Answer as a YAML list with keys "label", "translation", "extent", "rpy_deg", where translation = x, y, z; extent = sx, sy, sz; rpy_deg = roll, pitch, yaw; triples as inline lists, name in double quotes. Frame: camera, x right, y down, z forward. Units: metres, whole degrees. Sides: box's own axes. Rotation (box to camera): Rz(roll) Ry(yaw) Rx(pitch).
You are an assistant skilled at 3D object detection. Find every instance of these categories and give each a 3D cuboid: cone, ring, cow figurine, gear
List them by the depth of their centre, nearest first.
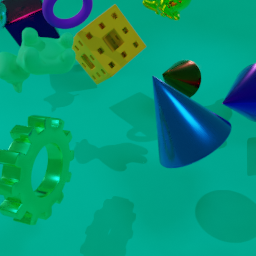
- label: "gear"
  translation: [-1.492, 0.687, 4.763]
  extent: [0.329, 1.778, 1.778]
  rpy_deg: [7, 46, 16]
- label: "cone"
  translation: [0.784, -0.295, 4.773]
  extent: [1.393, 1.398, 1.393]
  rpy_deg: [-32, 14, 9]
- label: "ring"
  translation: [-1.262, -2.559, 5.925]
  extent: [1.099, 1.099, 0.220]
  rpy_deg: [-20, 67, -18]
- label: "cow figurine"
  translation: [-1.936, -1.389, 5.968]
  extent: [1.609, 1.583, 0.883]
  rpy_deg: [-2, 72, -22]
- label: "cone"
  translation: [2.485, -0.651, 6.088]
  extent: [1.399, 1.394, 1.394]
  rpy_deg: [-15, 46, -34]
- label: "cone"
  translation: [1.038, -1.166, 6.451]
  extent: [0.971, 0.971, 0.975]
  rpy_deg: [38, 22, 31]

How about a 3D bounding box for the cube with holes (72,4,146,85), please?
- label: "cube with holes"
  translation: [-0.602, -2.152, 7.480]
  extent: [1.292, 1.292, 1.292]
  rpy_deg: [-44, 15, -17]

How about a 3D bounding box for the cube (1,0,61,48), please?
- label: "cube"
  translation: [-3.075, -3.378, 8.907]
  extent: [1.278, 1.278, 1.278]
  rpy_deg: [-24, 59, 0]

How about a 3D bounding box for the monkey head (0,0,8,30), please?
- label: "monkey head"
  translation: [-3.735, -3.050, 7.495]
  extent: [0.934, 1.298, 0.782]
  rpy_deg: [19, -7, -34]

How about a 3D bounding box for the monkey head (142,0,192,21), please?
- label: "monkey head"
  translation: [0.950, -3.175, 6.726]
  extent: [1.120, 0.938, 1.557]
  rpy_deg: [30, 29, 24]
